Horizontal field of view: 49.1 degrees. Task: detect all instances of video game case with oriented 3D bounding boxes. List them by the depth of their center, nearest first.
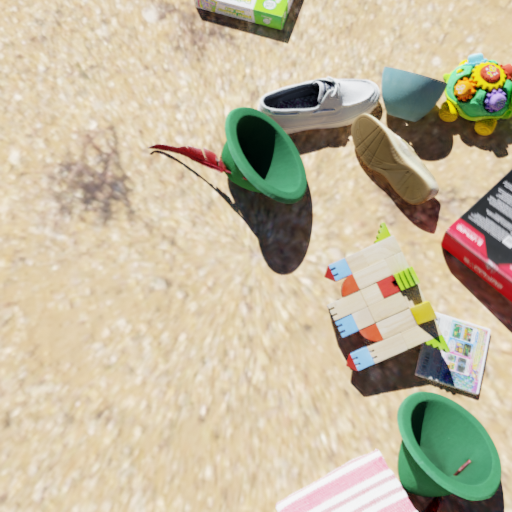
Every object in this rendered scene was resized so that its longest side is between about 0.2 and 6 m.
[{"bbox_3d":[3.249,1.589,9.239,1.027,0.134,1.128,18,71,6],"label":"video game case"}]

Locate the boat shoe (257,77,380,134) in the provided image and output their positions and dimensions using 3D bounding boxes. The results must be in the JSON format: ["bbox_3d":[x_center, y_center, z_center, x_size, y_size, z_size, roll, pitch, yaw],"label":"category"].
[{"bbox_3d":[1.181,-2.931,10.434,2.416,0.828,0.870,-8,71,-3],"label":"boat shoe"}]

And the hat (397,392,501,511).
[{"bbox_3d":[2.436,3.393,8.567,1.727,1.836,2.085,41,35,19],"label":"hat"}]

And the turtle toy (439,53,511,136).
[{"bbox_3d":[4.398,-3.049,10.404,1.901,0.961,1.385,23,72,8],"label":"turtle toy"}]

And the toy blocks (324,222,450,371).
[{"bbox_3d":[1.872,0.790,9.114,1.560,1.140,2.282,-25,82,5],"label":"toy blocks"}]

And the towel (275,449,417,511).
[{"bbox_3d":[1.582,4.236,7.860,1.857,0.380,2.537,-24,50,-9],"label":"towel"}]

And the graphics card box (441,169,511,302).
[{"bbox_3d":[4.825,-0.648,9.586,2.885,0.734,1.810,-42,66,-12],"label":"graphics card box"}]

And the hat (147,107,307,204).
[{"bbox_3d":[-0.439,-1.457,10.170,1.829,1.943,2.208,2,62,-46],"label":"hat"}]

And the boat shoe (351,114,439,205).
[{"bbox_3d":[2.517,-1.778,10.177,0.654,0.726,2.013,-19,65,-46],"label":"boat shoe"}]

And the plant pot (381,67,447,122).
[{"bbox_3d":[2.823,-2.952,10.388,1.186,1.186,0.799,18,108,6],"label":"plant pot"}]

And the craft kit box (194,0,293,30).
[{"bbox_3d":[-0.085,-5.769,11.651,1.909,0.463,1.886,17,74,6],"label":"craft kit box"}]
